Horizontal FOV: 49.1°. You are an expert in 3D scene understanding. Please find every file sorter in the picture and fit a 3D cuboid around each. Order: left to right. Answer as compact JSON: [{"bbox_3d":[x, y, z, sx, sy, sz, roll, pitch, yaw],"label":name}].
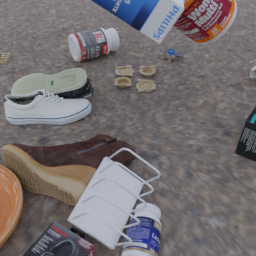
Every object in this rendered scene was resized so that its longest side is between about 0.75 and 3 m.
[{"bbox_3d":[-0.188,1.261,5.133,1.013,0.909,1.460,37,54,-10],"label":"file sorter"}]

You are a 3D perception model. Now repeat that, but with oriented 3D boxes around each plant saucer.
[{"bbox_3d":[-3.330,1.736,5.457,2.553,0.478,2.553,0,41,0],"label":"plant saucer"}]

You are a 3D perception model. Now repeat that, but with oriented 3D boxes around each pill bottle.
[{"bbox_3d":[-1.305,-3.275,10.856,1.793,1.039,1.039,-21,45,-22],"label":"pill bottle"},{"bbox_3d":[0.284,1.950,5.098,0.612,0.612,1.058,8,41,9],"label":"pill bottle"},{"bbox_3d":[1.440,-3.475,7.270,2.772,1.519,1.519,22,28,-34],"label":"pill bottle"}]

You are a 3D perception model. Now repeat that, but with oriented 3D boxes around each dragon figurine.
[{"bbox_3d":[1.627,-2.860,10.915,1.142,0.336,0.568,31,49,30],"label":"dragon figurine"}]

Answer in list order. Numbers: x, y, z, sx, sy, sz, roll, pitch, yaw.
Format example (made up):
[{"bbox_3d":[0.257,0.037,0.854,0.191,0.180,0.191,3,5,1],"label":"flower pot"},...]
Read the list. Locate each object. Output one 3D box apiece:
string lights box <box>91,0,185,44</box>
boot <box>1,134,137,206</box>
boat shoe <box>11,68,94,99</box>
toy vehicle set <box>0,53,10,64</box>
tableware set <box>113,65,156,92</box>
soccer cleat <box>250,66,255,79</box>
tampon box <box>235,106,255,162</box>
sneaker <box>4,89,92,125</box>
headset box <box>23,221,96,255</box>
[{"bbox_3d":[-0.308,-3.071,5.529,2.973,0.877,1.528,29,40,-12],"label":"string lights box"},{"bbox_3d":[-1.357,0.692,6.598,2.590,0.937,2.155,21,33,25],"label":"boot"},{"bbox_3d":[-2.369,-1.166,8.658,2.641,0.893,0.948,-4,66,15],"label":"boat shoe"},{"bbox_3d":[-5.211,-2.666,10.836,1.087,0.144,0.675,-5,41,-5],"label":"toy vehicle set"},{"bbox_3d":[0.244,-1.771,9.746,1.477,0.205,1.768,2,40,2],"label":"tableware set"},{"bbox_3d":[5.068,-1.301,8.769,1.223,0.990,2.834,-26,42,-8],"label":"soccer cleat"},{"bbox_3d":[3.747,0.228,6.727,1.726,1.090,1.294,26,47,27],"label":"tampon box"},{"bbox_3d":[-2.267,-0.629,7.904,2.434,0.862,0.889,-7,41,-8],"label":"sneaker"},{"bbox_3d":[-1.225,2.296,4.788,0.946,0.491,1.271,22,47,24],"label":"headset box"}]
